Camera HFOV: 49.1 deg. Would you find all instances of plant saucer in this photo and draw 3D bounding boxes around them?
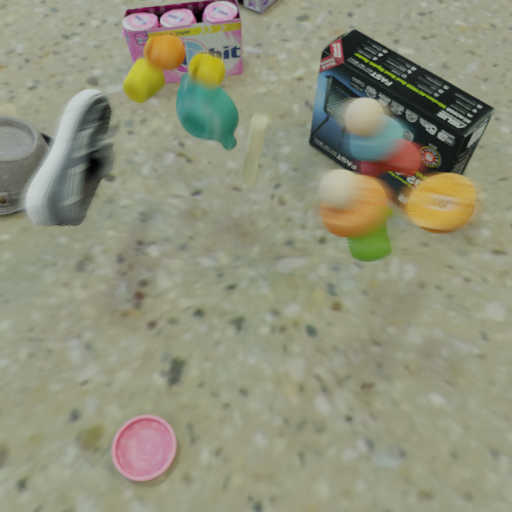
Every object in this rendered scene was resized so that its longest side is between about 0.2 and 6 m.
[{"bbox_3d":[-1.597,2.765,8.046,0.919,0.233,0.919,0,58,-1],"label":"plant saucer"}]

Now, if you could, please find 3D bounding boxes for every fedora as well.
[{"bbox_3d":[-4.878,-1.857,10.475,2.413,1.090,2.134,4,58,2],"label":"fedora"}]

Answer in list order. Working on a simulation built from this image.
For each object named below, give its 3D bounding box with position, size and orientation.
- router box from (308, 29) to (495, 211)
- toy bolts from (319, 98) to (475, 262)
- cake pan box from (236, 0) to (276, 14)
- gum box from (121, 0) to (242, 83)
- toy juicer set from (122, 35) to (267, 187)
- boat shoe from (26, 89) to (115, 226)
[{"bbox_3d":[2.399,-2.294,10.061,3.004,2.251,0.933,40,65,23],"label":"router box"},{"bbox_3d":[1.648,-1.107,6.918,1.750,1.271,1.833,-14,53,29],"label":"toy bolts"},{"bbox_3d":[-0.108,-7.066,14.130,1.876,0.533,2.037,31,63,21],"label":"cake pan box"},{"bbox_3d":[-1.564,-4.564,12.006,2.457,1.395,0.813,-9,58,-6],"label":"gum box"},{"bbox_3d":[-0.647,-2.327,8.425,2.636,1.677,0.717,36,59,-11],"label":"toy juicer set"},{"bbox_3d":[-2.490,-1.479,8.262,0.845,0.894,2.492,6,54,9],"label":"boat shoe"}]
